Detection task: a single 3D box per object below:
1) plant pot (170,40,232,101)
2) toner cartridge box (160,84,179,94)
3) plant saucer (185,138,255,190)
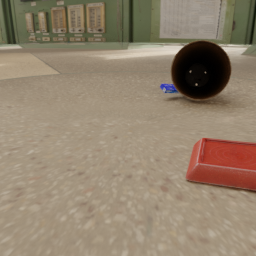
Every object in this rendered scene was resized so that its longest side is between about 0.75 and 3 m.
[{"bbox_3d":[3.178,-2.456,12.611,2.419,2.419,2.588,4,7,10],"label":"plant pot"},{"bbox_3d":[1.877,-1.746,12.421,0.912,0.197,0.433,-4,51,-37],"label":"toner cartridge box"},{"bbox_3d":[2.436,0.723,6.472,1.969,0.361,1.965,5,21,17],"label":"plant saucer"}]
